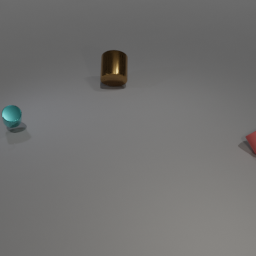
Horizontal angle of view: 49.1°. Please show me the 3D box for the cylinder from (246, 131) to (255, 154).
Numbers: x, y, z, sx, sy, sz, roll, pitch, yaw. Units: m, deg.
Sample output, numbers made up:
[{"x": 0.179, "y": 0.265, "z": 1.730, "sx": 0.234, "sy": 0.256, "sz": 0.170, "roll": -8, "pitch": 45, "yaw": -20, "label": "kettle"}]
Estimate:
[{"x": 4.575, "y": 0.438, "z": 9.711, "sx": 0.700, "sy": 0.700, "sz": 0.700, "roll": -21, "pitch": 78, "yaw": -30, "label": "cylinder"}]

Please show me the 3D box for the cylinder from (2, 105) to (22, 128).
[{"x": -4.495, "y": -0.441, "z": 10.855, "sx": 0.700, "sy": 0.700, "sz": 0.700, "roll": 7, "pitch": 69, "yaw": -19, "label": "cylinder"}]

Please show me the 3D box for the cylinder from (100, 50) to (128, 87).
[{"x": -0.714, "y": -3.072, "z": 14.533, "sx": 1.400, "sy": 1.400, "sz": 1.400, "roll": 1, "pitch": 72, "yaw": 1, "label": "cylinder"}]
